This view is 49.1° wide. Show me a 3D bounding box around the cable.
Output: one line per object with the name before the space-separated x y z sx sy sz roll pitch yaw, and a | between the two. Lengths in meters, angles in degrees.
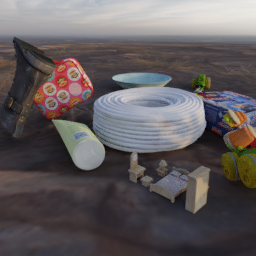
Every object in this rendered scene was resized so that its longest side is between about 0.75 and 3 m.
cable | 0.511 -0.298 6.899 2.762 0.956 2.763 -1 20 -3

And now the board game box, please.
board game box | 3.009 -0.449 7.613 2.264 0.699 2.266 -5 21 -23

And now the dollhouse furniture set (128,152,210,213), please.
dollhouse furniture set | 0.709 0.736 4.637 1.338 0.592 0.693 18 27 41

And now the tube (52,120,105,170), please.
tube | -1.100 0.199 6.214 0.628 0.701 2.418 -37 25 -7

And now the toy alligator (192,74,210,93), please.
toy alligator | 3.150 -1.974 12.059 0.771 0.559 2.327 4 20 13

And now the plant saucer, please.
plant saucer | 0.591 -1.964 12.146 2.554 0.492 2.554 0 19 0

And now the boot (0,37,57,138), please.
boot | -2.833 -1.086 7.176 0.834 2.096 2.408 21 15 -40

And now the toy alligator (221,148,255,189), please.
toy alligator | 2.165 0.642 3.979 0.983 0.713 2.966 -12 -2 0

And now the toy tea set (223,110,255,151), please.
toy tea set | 2.028 0.037 5.270 1.216 0.450 0.723 -8 62 -58

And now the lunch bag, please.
lunch bag | -1.965 -1.190 7.901 1.664 1.466 0.682 -28 24 6

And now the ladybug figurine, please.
ladybug figurine | 2.597 0.278 5.814 1.156 0.416 0.785 -7 -24 27
